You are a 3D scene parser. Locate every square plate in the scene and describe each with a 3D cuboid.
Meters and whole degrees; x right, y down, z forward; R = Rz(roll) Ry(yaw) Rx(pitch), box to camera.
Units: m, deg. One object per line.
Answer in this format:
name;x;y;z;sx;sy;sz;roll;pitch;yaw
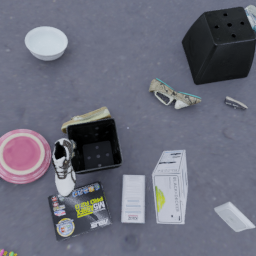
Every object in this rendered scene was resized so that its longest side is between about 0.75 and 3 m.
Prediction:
square plate;2.621;2.258;6.999;0.117;0.813;0.821;-38;77;-28

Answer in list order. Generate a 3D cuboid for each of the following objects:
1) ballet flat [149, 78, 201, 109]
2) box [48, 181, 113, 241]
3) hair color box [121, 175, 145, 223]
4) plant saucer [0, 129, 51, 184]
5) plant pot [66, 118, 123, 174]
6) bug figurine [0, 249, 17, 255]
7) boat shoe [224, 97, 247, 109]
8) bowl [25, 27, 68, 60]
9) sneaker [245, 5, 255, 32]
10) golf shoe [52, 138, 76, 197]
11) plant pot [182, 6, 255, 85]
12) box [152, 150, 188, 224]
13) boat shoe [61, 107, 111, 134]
ballet flat;1.918;-1.313;11.884;2.278;0.773;0.858;27;93;15
box;-1.747;3.007;10.228;2.026;0.449;1.623;-16;69;-6
hair color box;0.203;2.623;10.350;0.838;0.513;1.692;2;68;1
plant saucer;-4.011;1.018;10.635;2.140;0.542;2.140;6;69;-18
plant pot;-1.176;0.860;10.479;1.783;1.585;1.787;-10;68;-3
bug figurine;-4.292;4.595;9.726;0.853;0.219;0.661;13;69;6
boat shoe;4.599;-1.004;11.970;0.990;0.360;0.310;27;114;5
bowl;-3.631;-3.635;12.589;1.801;0.809;1.801;5;58;-8
sneaker;6.112;-4.797;13.266;0.919;0.826;2.129;-38;67;1
golf shoe;-1.977;1.179;8.289;0.687;0.835;1.768;-6;81;15
plant pot;3.978;-3.614;11.917;2.511;2.227;2.505;-9;69;-5
box;1.178;1.434;7.397;0.658;2.187;1.276;-4;100;15
boat shoe;-1.731;-0.320;11.432;2.052;0.749;0.646;-19;61;-9
